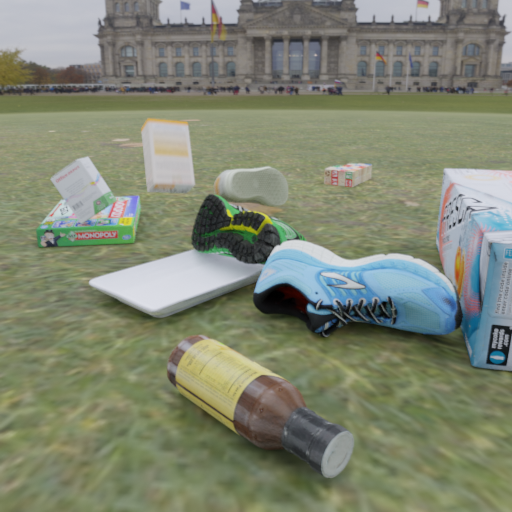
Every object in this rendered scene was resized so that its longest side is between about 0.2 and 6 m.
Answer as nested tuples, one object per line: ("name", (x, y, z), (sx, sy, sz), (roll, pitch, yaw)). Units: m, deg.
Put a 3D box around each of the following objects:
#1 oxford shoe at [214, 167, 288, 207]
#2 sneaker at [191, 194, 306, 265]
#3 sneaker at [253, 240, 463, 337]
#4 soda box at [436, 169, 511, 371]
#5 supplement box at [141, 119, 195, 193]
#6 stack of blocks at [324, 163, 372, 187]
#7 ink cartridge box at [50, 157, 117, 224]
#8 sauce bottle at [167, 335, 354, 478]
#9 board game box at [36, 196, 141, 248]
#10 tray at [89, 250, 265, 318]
("oxford shoe", (-0.069, -1.450, 11.799), (0.652, 0.849, 2.258), (-2, 2, 37))
("sneaker", (-0.206, -0.298, 8.835), (1.038, 0.951, 2.437), (16, 7, -39))
("sneaker", (1.133, 0.629, 6.841), (2.635, 1.033, 1.185), (8, 39, 31))
("soda box", (3.545, -0.123, 7.782), (1.602, 1.489, 4.685), (4, 18, 11))
("supplement box", (-1.425, -1.596, 9.017), (0.696, 1.104, 0.406), (-1, -13, -28))
("stack of blocks", (2.691, -2.383, 16.323), (0.863, 0.439, 1.499), (11, 21, 31))
("ink cartridge box", (-3.153, -1.211, 10.267), (0.714, 0.983, 0.430), (-30, 12, 16))
("sauce bottle", (-0.019, 1.292, 4.930), (0.628, 0.628, 1.941), (-16, 26, -40))
("board game box", (-3.309, -0.748, 11.464), (1.736, 0.376, 2.580), (-4, 19, -8))
("tray", (-0.843, 0.312, 8.334), (1.538, 0.318, 2.864), (17, 24, 40))
